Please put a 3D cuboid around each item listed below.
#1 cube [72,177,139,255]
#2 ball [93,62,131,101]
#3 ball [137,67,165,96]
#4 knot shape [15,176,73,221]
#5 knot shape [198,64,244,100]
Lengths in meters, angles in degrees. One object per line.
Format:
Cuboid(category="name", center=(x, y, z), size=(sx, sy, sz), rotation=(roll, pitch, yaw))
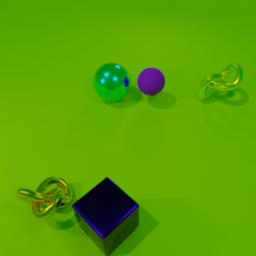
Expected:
Cuboid(category="cube", center=(-0.409, 1.729, 5.514), size=(0.914, 0.914, 0.914), rotation=(-36, 56, -27))
Cuboid(category="ball", center=(-0.470, -1.355, 8.273), size=(1.138, 1.138, 1.138), rotation=(0, 47, 0))
Cuboid(category="ball", center=(0.658, -1.323, 7.972), size=(0.801, 0.801, 0.801), rotation=(0, 47, 0))
Cuboid(category="knot shape", center=(-1.814, 1.446, 5.906), size=(1.116, 0.551, 1.193), rotation=(3, 14, 5))
Cuboid(category="knot shape", center=(2.727, -1.396, 8.476), size=(1.417, 0.655, 1.326), rotation=(-24, 6, 14))
